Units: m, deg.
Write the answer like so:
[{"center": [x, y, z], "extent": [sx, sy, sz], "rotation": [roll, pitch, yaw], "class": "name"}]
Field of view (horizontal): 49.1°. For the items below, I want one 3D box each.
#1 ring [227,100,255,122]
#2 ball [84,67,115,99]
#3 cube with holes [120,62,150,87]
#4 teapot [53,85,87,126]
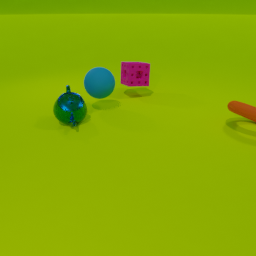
[{"center": [3.251, -0.328, 7.121], "extent": [1.471, 0.294, 1.471], "rotation": [22, 9, -4], "class": "ring"}, {"center": [-0.853, -1.350, 8.419], "extent": [0.940, 0.940, 0.940], "rotation": [0, 24, 0], "class": "ball"}, {"center": [0.241, -1.875, 9.695], "extent": [0.768, 0.768, 0.768], "rotation": [-5, 18, -22], "class": "cube with holes"}, {"center": [-1.540, -0.545, 7.531], "extent": [0.920, 0.724, 1.479], "rotation": [-4, 57, -17], "class": "teapot"}]
